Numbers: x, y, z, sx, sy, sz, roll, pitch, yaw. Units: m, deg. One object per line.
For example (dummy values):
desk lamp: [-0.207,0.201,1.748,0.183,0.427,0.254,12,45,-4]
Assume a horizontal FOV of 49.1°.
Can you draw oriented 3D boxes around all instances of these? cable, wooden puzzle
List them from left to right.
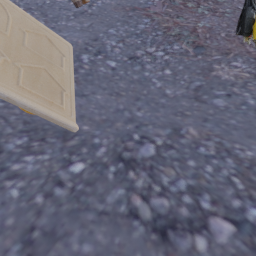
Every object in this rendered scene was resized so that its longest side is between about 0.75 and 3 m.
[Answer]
wooden puzzle: [-1.890,-1.181,4.400,0.588,2.354,2.542,-38,46,24]
cable: [2.061,-2.007,4.589,0.344,1.367,0.664,-2,26,-1]

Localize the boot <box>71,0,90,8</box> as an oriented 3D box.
boot: [-1.498,-4.013,8.095,0.433,0.901,1.233,-15,29,12]
